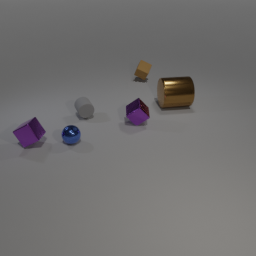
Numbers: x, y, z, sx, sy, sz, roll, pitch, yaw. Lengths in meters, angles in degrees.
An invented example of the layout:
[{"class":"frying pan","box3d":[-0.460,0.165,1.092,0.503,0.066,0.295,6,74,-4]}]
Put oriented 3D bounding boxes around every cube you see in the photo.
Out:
[{"class":"cube","box3d":[-3.520,0.147,10.036,0.700,0.700,0.700,-24,20,16]},{"class":"cube","box3d":[0.854,-3.333,16.082,0.700,0.700,0.700,24,64,-6]},{"class":"cube","box3d":[0.393,-0.654,11.456,0.700,0.700,0.700,-32,36,25]}]

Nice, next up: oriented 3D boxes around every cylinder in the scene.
[{"class":"cylinder","box3d":[2.186,-1.656,12.983,1.400,1.400,1.400,-5,29,-8]},{"class":"cylinder","box3d":[-1.880,-0.885,12.044,0.700,0.700,0.700,-12,36,-21]}]

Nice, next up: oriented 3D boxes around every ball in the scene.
[{"class":"ball","box3d":[-2.071,0.238,10.210,0.700,0.700,0.700,0,28,0]}]
